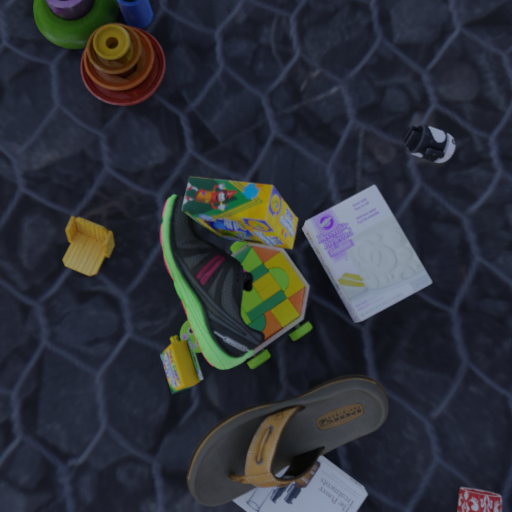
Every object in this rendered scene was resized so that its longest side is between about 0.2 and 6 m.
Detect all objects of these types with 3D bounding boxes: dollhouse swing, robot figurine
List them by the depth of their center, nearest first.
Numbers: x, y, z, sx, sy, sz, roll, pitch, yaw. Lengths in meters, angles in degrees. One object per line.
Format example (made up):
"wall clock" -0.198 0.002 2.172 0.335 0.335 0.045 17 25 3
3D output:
"robot figurine" 2.815 -1.829 9.087 0.823 0.513 0.618 17 77 -11
"dollhouse swing" -2.991 -0.148 9.761 0.775 0.704 0.681 22 61 3

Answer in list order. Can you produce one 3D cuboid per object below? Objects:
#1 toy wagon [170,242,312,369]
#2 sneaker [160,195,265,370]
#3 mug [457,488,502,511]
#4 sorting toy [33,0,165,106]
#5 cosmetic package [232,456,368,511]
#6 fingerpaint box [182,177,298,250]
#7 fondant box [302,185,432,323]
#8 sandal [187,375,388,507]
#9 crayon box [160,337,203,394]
"toy wagon" -0.342 0.949 9.630 2.544 0.503 1.974 -34 82 -5
"sneaker" -0.682 0.320 8.577 1.154 1.057 2.754 -22 83 -8
"mug" 3.625 4.428 9.066 0.785 1.044 1.176 -2 74 36
"sorting toy" -2.809 -4.284 10.055 1.931 1.319 3.213 -39 82 -6
"cosmetic package" 0.660 3.859 9.169 1.840 0.475 1.387 35 86 6
"fingerpaint box" -0.186 -0.592 8.250 1.263 1.514 0.555 8 79 19
"fondant box" 1.895 -0.024 9.754 1.417 0.572 1.963 -28 81 -4
"sandal" 0.484 2.878 8.343 3.335 0.910 1.363 -21 112 2
"crayon box" -1.168 1.704 8.625 0.274 1.064 0.669 -13 75 -26
